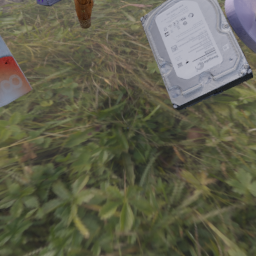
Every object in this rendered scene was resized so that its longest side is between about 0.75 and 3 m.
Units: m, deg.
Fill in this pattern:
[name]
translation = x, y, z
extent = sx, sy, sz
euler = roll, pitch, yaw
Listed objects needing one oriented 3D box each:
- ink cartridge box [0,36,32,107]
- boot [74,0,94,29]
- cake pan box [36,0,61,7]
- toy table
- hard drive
[ink cartridge box]
translation = -3.741, -1.177, 6.738
extent = 2.209, 1.791, 0.554
euler = -40, 26, -30
[boot]
translation = -1.056, -3.167, 6.599
extent = 0.483, 1.015, 1.312
euler = -10, 71, -7
[cake pan box]
translation = -2.219, -5.527, 8.996
extent = 0.657, 2.313, 2.512
euler = 20, 50, 27
[toy table]
translation = 3.661, -2.664, 6.571
extent = 2.484, 1.455, 2.283
euler = -1, 78, -37
[hard drive]
translation = 1.459, -1.892, 6.400
extent = 1.784, 0.483, 2.554
euler = -25, 73, 24
